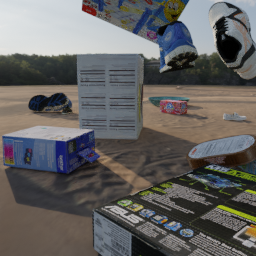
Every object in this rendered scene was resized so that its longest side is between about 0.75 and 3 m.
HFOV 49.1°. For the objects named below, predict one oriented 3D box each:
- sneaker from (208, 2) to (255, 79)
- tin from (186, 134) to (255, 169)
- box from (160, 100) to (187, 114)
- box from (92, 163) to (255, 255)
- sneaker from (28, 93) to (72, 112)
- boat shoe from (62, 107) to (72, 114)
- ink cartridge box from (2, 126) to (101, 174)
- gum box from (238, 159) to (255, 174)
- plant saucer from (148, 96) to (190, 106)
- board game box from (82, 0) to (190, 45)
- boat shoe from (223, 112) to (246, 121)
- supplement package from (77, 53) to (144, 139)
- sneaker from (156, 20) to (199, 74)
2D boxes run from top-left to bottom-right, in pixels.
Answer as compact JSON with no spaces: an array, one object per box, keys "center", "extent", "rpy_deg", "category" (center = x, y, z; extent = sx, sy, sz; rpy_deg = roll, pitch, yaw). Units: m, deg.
[{"center":[2.774,-2.583,7.604],"extent":[1.062,2.654,0.978],"rpy_deg":[10,-38,-34],"category":"sneaker"},{"center":[1.853,0.469,5.541],"extent":[1.470,0.308,0.823],"rpy_deg":[-15,13,38],"category":"tin"},{"center":[2.243,-1.042,13.807],"extent":[0.643,0.593,1.254],"rpy_deg":[-10,15,-41],"category":"box"},{"center":[1.250,1.097,2.929],"extent":[2.350,0.578,2.433],"rpy_deg":[-7,12,-42],"category":"box"},{"center":[-3.983,-1.168,14.251],"extent":[2.467,0.934,0.950],"rpy_deg":[0,-17,23],"category":"sneaker"},{"center":[-2.966,-0.879,13.744],"extent":[0.353,0.298,0.991],"rpy_deg":[1,11,5],"category":"boat shoe"},{"center":[-1.522,0.418,5.994],"extent":[1.833,0.700,1.251],"rpy_deg":[2,11,19],"category":"ink cartridge box"},{"center":[3.162,0.728,5.084],"extent":[1.708,0.448,2.010],"rpy_deg":[-1,11,-6],"category":"gum box"},{"center":[2.483,-1.617,17.136],"extent":[2.560,0.460,2.560],"rpy_deg":[0,12,0],"category":"plant saucer"},{"center":[0.177,-3.059,6.159],"extent":[2.275,0.636,2.228],"rpy_deg":[22,-18,-5],"category":"board game box"},{"center":[4.453,-0.486,11.646],"extent":[0.946,0.328,0.335],"rpy_deg":[0,11,2],"category":"boat shoe"},{"center":[-0.444,-1.085,9.117],"extent":[1.816,2.470,2.362],"rpy_deg":[1,12,7],"category":"supplement package"},{"center":[1.087,-1.816,6.315],"extent":[0.843,0.957,2.146],"rpy_deg":[-10,0,2],"category":"sneaker"}]
